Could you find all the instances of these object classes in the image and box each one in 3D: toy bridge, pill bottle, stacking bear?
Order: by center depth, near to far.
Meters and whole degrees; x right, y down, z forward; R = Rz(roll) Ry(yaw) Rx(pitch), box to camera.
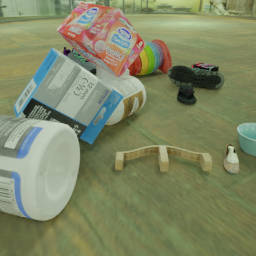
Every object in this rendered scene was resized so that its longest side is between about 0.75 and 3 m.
[{"bbox_3d":[-2.559,0.566,5.148,2.963,1.686,1.686,8,28,14],"label":"pill bottle"},{"bbox_3d":[0.820,0.680,6.476,2.209,0.301,0.743,0,27,1],"label":"toy bridge"},{"bbox_3d":[-0.477,-0.759,8.331,1.195,1.195,2.090,18,31,31],"label":"pill bottle"},{"bbox_3d":[0.463,-2.991,12.646,2.719,1.546,1.651,-25,36,-32],"label":"stacking bear"}]

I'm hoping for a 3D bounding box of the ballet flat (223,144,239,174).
[{"bbox_3d":[2.377,0.667,6.469,0.336,0.332,0.986,5,27,9],"label":"ballet flat"}]

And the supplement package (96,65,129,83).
[{"bbox_3d":[-0.561,-1.595,9.942,0.963,1.252,1.310,-6,27,-12],"label":"supplement package"}]

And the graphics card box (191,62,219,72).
[{"bbox_3d":[3.765,-2.937,13.712,0.708,0.287,1.129,-23,35,-38],"label":"graphics card box"}]

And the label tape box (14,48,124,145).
[{"bbox_3d":[-1.161,-0.509,6.337,2.169,1.554,0.717,31,9,-35],"label":"label tape box"}]

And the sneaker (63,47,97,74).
[{"bbox_3d":[-2.383,-3.264,13.481,2.444,1.070,0.910,19,33,34],"label":"sneaker"}]

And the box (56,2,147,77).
[{"bbox_3d":[-0.908,-2.811,8.695,1.315,1.426,2.778,-49,40,-2],"label":"box"}]

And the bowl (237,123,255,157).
[{"bbox_3d":[3.191,0.334,6.890,1.049,0.549,1.049,0,27,0],"label":"bowl"}]

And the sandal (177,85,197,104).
[{"bbox_3d":[2.141,-1.352,10.380,0.678,0.431,1.803,2,27,3],"label":"sandal"}]

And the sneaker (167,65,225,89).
[{"bbox_3d":[2.771,-2.045,11.565,2.293,0.865,0.909,15,16,15],"label":"sneaker"}]
